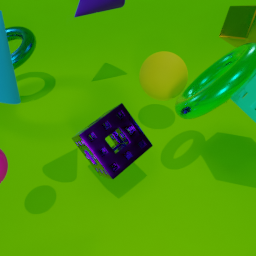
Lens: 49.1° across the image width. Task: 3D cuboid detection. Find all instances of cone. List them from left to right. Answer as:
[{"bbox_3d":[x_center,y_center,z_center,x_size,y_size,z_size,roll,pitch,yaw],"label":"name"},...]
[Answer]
[{"bbox_3d":[-1.711,-0.945,3.458,1.021,1.025,1.021,19,6,-2],"label":"cone"},{"bbox_3d":[-1.041,-3.597,7.972,1.373,1.368,1.368,-47,54,-10],"label":"cone"}]

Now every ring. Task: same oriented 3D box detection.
[{"bbox_3d":[-3.821,-2.423,8.696,2.051,0.410,2.051,-8,53,11],"label":"ring"},{"bbox_3d":[1.523,-0.796,4.807,0.348,1.741,1.741,47,47,-7],"label":"ring"}]

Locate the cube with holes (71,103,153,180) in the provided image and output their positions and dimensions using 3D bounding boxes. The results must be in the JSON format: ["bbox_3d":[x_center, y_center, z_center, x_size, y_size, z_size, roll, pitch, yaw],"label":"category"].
[{"bbox_3d":[-0.337,0.265,5.359,0.971,0.971,0.971,-38,7,-18],"label":"cube with holes"}]

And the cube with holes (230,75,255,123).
[{"bbox_3d":[2.891,-0.430,4.879,1.244,1.244,1.244,28,23,-28],"label":"cube with holes"}]

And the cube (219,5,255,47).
[{"bbox_3d":[2.984,-2.543,7.110,0.811,0.811,0.811,11,11,-39],"label":"cube"}]

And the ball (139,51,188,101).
[{"bbox_3d":[0.894,-1.303,7.076,1.221,1.221,1.221,0,40,0],"label":"ball"}]

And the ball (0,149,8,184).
[{"bbox_3d":[-2.135,0.564,4.050,0.739,0.739,0.739,0,40,0],"label":"ball"}]
